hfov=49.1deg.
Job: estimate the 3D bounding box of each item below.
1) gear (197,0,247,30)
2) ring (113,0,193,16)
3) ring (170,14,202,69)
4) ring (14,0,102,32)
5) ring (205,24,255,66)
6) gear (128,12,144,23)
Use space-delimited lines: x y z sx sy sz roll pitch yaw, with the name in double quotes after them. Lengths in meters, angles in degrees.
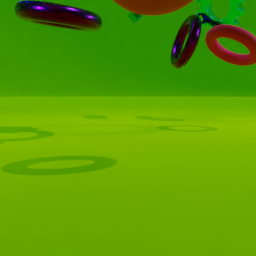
2.915 -3.851 8.828 0.297 1.608 1.608 -27 21 -33 "gear"
0.286 -1.770 2.930 1.310 0.262 1.310 1 -32 1 "ring"
1.973 -2.963 9.681 0.373 1.867 1.867 15 4 -11 "ring"
-1.312 -2.139 5.405 1.635 0.327 1.635 8 15 -2 "ring"
2.517 -1.960 6.716 1.406 0.281 1.406 29 -5 3 "ring"
0.758 -4.365 9.653 1.740 0.322 1.740 -40 18 16 "gear"
